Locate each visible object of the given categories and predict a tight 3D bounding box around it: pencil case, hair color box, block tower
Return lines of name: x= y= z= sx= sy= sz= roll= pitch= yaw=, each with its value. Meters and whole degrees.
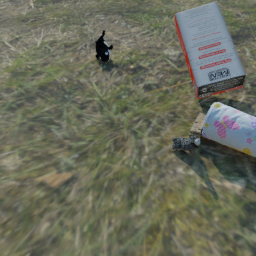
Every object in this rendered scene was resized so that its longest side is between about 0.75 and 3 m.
pencil case: x=3.053 y=0.117 z=7.019 sx=2.312 sy=0.961 sz=1.049 roll=21 pitch=89 yaw=25
hair color box: x=2.544 y=-2.514 z=8.993 sx=1.469 sy=0.886 sz=2.894 roll=-13 pitch=66 yaw=9
block tower: x=1.966 y=-0.045 z=7.728 sx=0.292 sy=0.273 sz=1.010 roll=13 pitch=38 yaw=22

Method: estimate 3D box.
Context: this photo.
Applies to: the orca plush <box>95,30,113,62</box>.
orca plush: x=-1.021 y=-3.256 z=10.883 sx=0.802 sy=0.542 sz=1.524 roll=-11 pitch=61 yaw=26

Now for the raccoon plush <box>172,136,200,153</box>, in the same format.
raccoon plush: x=1.429 y=0.331 z=7.029 sx=0.587 sy=0.876 sz=0.424 roll=6 pitch=67 yaw=2
